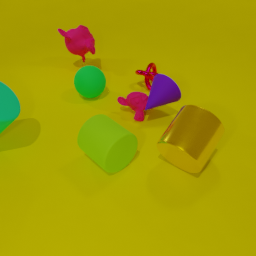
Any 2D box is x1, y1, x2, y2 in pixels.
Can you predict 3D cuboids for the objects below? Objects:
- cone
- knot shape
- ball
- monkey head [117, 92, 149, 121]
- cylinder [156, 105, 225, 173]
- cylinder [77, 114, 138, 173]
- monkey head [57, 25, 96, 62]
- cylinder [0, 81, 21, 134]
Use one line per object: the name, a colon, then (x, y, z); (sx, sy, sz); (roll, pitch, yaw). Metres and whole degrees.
cone: (0.842, -0.867, 8.305); (1.047, 1.047, 1.051); (30, 65, 34)
knot shape: (0.891, -1.820, 10.235); (1.171, 0.541, 1.096); (-21, 72, -45)
ball: (-1.308, -1.590, 9.650); (1.103, 1.103, 1.103); (0, 36, 0)
monkey head: (0.317, -0.685, 8.846); (1.282, 0.922, 0.773); (7, 3, -18)
cylinder: (1.490, 0.261, 6.714); (1.196, 1.196, 1.196); (26, 69, 31)
cylinder: (-0.510, 0.371, 6.949); (1.095, 1.095, 1.095); (-29, 47, -33)
monkey head: (-1.890, -3.291, 11.110); (1.147, 1.904, 1.370); (-27, 56, 10)
cylinder: (-3.643, -0.387, 7.039); (1.316, 1.316, 1.316); (-35, 27, 26)
